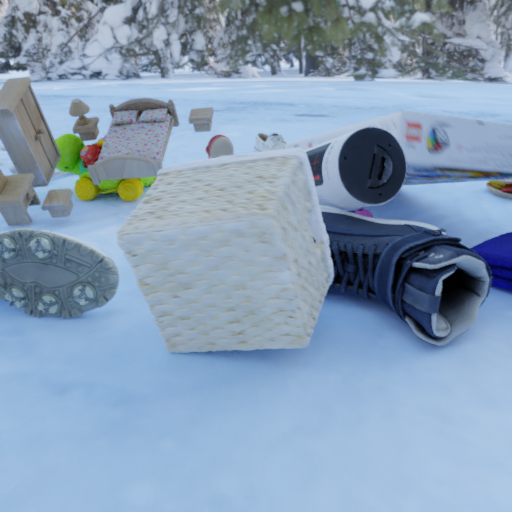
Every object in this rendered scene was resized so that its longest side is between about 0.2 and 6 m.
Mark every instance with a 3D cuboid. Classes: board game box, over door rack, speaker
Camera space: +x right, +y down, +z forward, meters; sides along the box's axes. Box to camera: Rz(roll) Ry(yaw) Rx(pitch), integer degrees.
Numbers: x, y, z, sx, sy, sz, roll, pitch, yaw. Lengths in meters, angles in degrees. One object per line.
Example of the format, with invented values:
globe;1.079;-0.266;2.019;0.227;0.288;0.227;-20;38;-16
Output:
board game box;2.628;-1.818;10.386;2.878;0.789;4.559;2;4;-18
over door rack;-6.147;-2.371;13.596;3.091;1.030;2.284;10;23;23
speaker;1.112;-1.175;8.331;1.048;1.048;2.580;-7;4;-18

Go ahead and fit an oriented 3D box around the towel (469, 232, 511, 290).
towel;4.379;0.032;8.131;2.552;0.632;1.884;-17;18;-35

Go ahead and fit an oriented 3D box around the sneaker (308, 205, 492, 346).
sneaker;1.305;0.169;6.922;3.057;1.162;2.209;0;19;-3

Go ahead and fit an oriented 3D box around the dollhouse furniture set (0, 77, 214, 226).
dollhouse furniture set;-2.861;-2.327;10.565;3.702;1.807;3.157;-4;45;6

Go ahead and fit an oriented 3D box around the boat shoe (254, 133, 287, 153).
boat shoe;0.520;-3.139;15.944;0.712;0.701;2.007;-9;23;-22

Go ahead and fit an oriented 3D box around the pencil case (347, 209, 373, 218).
pencil case;1.020;-0.380;9.014;1.687;0.766;0.790;-5;-9;-17

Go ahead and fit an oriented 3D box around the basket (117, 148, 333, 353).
basket;-0.225;-0.011;6.080;1.802;1.786;1.449;-5;33;19

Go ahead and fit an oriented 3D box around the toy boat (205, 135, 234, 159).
toy boat;-0.971;-2.500;13.694;0.702;1.075;0.703;-37;59;-26

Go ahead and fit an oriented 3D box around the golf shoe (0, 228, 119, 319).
golf shoe;-3.072;0.045;7.436;2.949;1.155;1.434;5;16;10

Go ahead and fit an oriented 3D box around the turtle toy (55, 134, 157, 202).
turtle toy;-3.343;-2.042;12.358;2.545;1.287;1.855;2;22;5

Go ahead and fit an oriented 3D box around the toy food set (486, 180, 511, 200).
toy food set;5.877;-1.541;12.337;1.540;0.379;1.556;-10;24;-23
